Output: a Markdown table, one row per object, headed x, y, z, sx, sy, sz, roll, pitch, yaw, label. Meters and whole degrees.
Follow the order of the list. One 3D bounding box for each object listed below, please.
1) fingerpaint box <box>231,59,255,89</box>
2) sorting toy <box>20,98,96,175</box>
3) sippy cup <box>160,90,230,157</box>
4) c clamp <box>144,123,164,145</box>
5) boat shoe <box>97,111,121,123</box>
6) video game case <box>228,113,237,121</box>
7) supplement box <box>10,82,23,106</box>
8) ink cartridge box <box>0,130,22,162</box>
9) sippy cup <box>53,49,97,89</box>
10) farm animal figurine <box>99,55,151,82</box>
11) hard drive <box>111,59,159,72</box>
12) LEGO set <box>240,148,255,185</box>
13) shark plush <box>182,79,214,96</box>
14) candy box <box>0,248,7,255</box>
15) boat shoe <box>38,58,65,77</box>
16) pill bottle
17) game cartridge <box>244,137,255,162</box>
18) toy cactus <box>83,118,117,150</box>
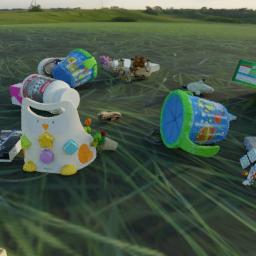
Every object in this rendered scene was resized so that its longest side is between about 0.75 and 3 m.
| x | y | z | sx | sy | sz | roll | pitch | yaw | label |
| --- | --- | --- | --- | --- | --- | --- | --- | --- | --- |
| 5.941 | -1.763 | 10.954 | 2.265 | 0.996 | 2.714 | 8 | 18 | -34 | fingerpaint box |
| -1.892 | 0.121 | 6.841 | 1.974 | 1.777 | 1.055 | 3 | 25 | 8 | sorting toy |
| 1.914 | -0.191 | 7.930 | 1.541 | 2.103 | 1.651 | 4 | -11 | -17 | sippy cup |
| 0.809 | 0.216 | 8.573 | 0.878 | 0.139 | 1.028 | 16 | 29 | 15 | c clamp |
| -0.617 | -0.338 | 9.490 | 0.364 | 0.363 | 1.009 | -25 | -18 | 39 | boat shoe |
| 3.164 | -0.424 | 9.935 | 0.976 | 0.108 | 0.888 | -12 | 28 | -24 | video game case |
| -3.943 | -1.478 | 11.405 | 0.760 | 0.744 | 1.471 | 14 | 29 | 27 | supplement box |
| -3.398 | 0.397 | 7.977 | 0.825 | 0.325 | 1.659 | 0 | 24 | 2 | ink cartridge box |
| -2.542 | -2.601 | 12.958 | 1.701 | 2.166 | 1.587 | 36 | 46 | 8 | sippy cup |
| -0.154 | -2.922 | 14.175 | 2.409 | 1.211 | 1.945 | 6 | 7 | 20 | farm animal figurine |
| 0.228 | -3.589 | 16.327 | 2.678 | 0.352 | 1.766 | 20 | 32 | 37 | hard drive |
| 2.919 | 0.843 | 6.430 | 0.253 | 0.769 | 1.030 | 28 | 36 | -17 | LEGO set |
| 3.028 | -1.712 | 12.541 | 0.651 | 0.710 | 1.563 | 5 | -4 | -40 | shark plush |
| -3.151 | 2.069 | 3.989 | 2.472 | 0.684 | 1.427 | 10 | 26 | 21 | candy box |
| -3.494 | -3.312 | 14.940 | 1.227 | 0.988 | 2.646 | 4 | 24 | 26 | boat shoe |
| -2.832 | -1.208 | 10.280 | 2.180 | 1.207 | 1.207 | 19 | 31 | 35 | pill bottle |
| 3.903 | 0.776 | 7.177 | 1.250 | 0.370 | 1.928 | -4 | 25 | 1 | game cartridge |
| -0.868 | 0.303 | 7.621 | 1.203 | 0.746 | 1.458 | 17 | -25 | -26 | toy cactus |
